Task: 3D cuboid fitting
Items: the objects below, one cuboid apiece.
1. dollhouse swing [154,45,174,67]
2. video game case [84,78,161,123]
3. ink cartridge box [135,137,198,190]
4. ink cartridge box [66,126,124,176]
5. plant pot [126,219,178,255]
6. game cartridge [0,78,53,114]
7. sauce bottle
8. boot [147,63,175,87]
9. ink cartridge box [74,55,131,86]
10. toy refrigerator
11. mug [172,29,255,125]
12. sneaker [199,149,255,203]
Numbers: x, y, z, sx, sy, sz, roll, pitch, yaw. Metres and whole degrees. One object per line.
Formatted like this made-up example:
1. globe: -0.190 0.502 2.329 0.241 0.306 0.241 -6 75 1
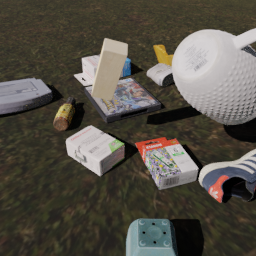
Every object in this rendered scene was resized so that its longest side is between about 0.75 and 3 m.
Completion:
1. dollhouse swing: 2.298 -3.509 13.585 1.367 1.413 1.554 -28 39 -2
2. video game case: -0.279 -1.189 11.085 2.245 0.317 2.484 -15 38 -21
3. ink cartridge box: 1.034 0.791 8.123 1.104 0.510 2.027 -11 38 -15
4. ink cartridge box: -0.967 0.626 8.287 1.430 0.601 1.040 27 43 32
5. plant pot: 0.479 2.355 5.463 1.056 1.076 1.053 0 36 1
6. game cartridge: -4.485 -1.235 10.820 2.785 0.564 1.857 -16 35 -30
7. sauce bottle: -2.210 -0.574 10.026 0.558 0.558 1.690 1 37 2
8. boot: 1.983 -2.669 12.676 2.344 0.862 1.120 -24 48 -29
9. ink cartridge box: -1.202 -2.773 12.898 2.342 0.794 1.358 -19 40 -25
10. toy refrigerator: -0.506 -1.494 7.322 0.599 1.578 0.552 11 50 -11
11. mug: 2.415 -1.403 6.572 2.280 2.601 1.920 20 51 -45
12. sneaker: 3.140 1.275 7.176 2.468 0.925 1.043 -17 37 -7
